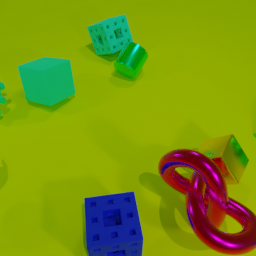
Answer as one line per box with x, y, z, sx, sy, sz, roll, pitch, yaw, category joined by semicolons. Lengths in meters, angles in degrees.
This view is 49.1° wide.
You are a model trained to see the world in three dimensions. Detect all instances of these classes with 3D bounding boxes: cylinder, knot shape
0.092;-2.039;8.515;0.800;0.800;0.800;23;74;22;cylinder
1.354;1.172;4.778;0.868;1.758;1.879;-39;71;7;knot shape

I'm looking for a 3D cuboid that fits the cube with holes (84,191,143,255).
-0.253;1.735;4.783;0.856;0.856;0.856;-6;45;-6;cube with holes

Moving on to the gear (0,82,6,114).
-3.873;-0.832;7.107;1.499;1.499;0.277;7;1;8;gear

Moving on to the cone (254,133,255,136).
3.521;0.182;6.516;1.234;1.234;1.238;-36;24;-31;cone

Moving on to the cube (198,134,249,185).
1.903;0.672;5.766;0.724;0.724;0.724;-19;22;50;cube

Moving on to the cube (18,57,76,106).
-2.157;-1.282;7.536;0.978;0.978;0.978;14;33;30;cube

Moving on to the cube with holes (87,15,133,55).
-0.586;-3.110;9.396;0.964;0.964;0.964;-34;29;-29;cube with holes
